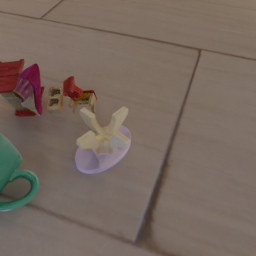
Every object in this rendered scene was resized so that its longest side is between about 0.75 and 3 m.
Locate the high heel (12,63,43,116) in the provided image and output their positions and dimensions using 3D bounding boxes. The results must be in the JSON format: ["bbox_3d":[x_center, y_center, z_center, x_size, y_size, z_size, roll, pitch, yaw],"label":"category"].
[{"bbox_3d":[-2.497,-0.962,7.644,0.645,1.914,0.920,30,75,0],"label":"high heel"}]

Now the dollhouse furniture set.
[{"bbox_3d":[-2.334,-1.177,8.169,2.651,1.427,1.078,-3,62,8],"label":"dollhouse furniture set"}]

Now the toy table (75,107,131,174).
[{"bbox_3d":[-0.641,0.266,7.424,1.676,1.068,1.824,24,52,19],"label":"toy table"}]

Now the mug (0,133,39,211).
[{"bbox_3d":[-3.568,0.892,6.049,2.708,2.225,1.674,16,56,18],"label":"mug"}]
